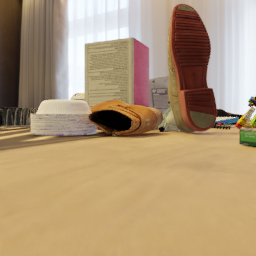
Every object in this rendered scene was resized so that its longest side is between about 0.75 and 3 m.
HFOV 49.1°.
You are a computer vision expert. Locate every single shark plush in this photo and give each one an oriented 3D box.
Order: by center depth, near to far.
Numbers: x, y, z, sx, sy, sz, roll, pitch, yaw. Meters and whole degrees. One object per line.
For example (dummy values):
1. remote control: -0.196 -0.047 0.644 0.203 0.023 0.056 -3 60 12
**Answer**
1. shark plush: 1.210 -0.343 7.414 0.880 0.807 1.937 0 2 3

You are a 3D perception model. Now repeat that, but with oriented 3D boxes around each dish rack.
1. dish rack: -2.555 -0.273 7.914 2.393 0.653 1.836 1 4 20

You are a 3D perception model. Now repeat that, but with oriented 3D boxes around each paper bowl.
1. paper bowl: -1.335 -0.224 5.907 1.377 0.716 1.377 1 4 0

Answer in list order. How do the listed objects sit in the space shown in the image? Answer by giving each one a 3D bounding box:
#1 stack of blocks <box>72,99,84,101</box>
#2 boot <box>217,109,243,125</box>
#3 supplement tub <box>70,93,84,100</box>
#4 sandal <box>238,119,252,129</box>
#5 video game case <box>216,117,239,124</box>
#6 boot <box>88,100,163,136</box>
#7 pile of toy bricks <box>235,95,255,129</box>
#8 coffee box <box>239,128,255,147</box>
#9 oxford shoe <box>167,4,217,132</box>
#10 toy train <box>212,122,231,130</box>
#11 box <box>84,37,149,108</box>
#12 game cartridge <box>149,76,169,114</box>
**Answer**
1. stack of blocks: -1.713 -0.465 9.264 0.457 0.898 1.559 -1 3 -22
2. boot: 3.993 -0.496 12.760 1.873 0.681 1.989 -1 2 -14
3. supplement tub: -1.651 -0.988 13.748 2.130 1.544 1.544 2 3 21
4. sandal: 3.977 -0.246 7.121 2.270 0.613 0.912 -2 0 45
5. video game case: 2.610 -0.213 9.888 1.449 0.180 2.024 -10 6 -23
6. boot: -0.401 -0.162 5.904 2.032 0.779 1.577 9 10 25
7. pile of toy bricks: 3.266 -0.349 6.881 0.891 1.605 0.792 37 -31 11
8. coffee box: 2.017 0.113 3.495 1.039 0.229 0.639 -1 3 -15
9. oxford shoe: 1.210 -1.307 6.356 1.020 2.896 1.083 0 -8 -20
10. toy train: 2.724 -0.074 8.217 0.152 0.204 0.892 -1 3 -16
11. box: -0.292 -1.227 8.307 1.589 2.486 1.354 1 3 24
12. game cartridge: 1.665 -1.130 10.313 2.427 1.615 0.496 -2 -11 -4
